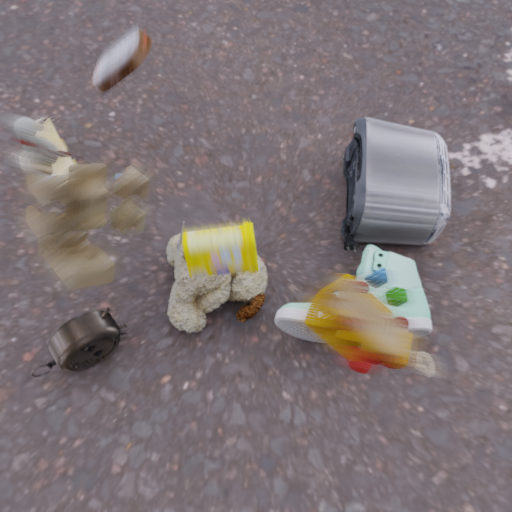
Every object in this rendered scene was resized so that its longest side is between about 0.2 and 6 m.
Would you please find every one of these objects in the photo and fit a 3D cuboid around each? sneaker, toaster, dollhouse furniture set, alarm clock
[{"bbox_3d":[1.766,0.686,10.711,2.983,1.098,1.759,2,65,-10],"label":"sneaker"},{"bbox_3d":[2.833,-1.399,11.588,1.936,1.703,2.997,6,62,1],"label":"toaster"},{"bbox_3d":[-2.856,-0.629,9.047,1.658,1.891,1.256,-10,34,-39],"label":"dollhouse furniture set"},{"bbox_3d":[-3.220,1.679,10.116,1.826,1.232,0.608,-32,67,-7],"label":"alarm clock"}]

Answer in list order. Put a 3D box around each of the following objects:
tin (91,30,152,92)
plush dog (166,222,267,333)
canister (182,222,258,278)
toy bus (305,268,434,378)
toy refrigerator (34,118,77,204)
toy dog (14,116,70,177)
[{"bbox_3d":[-2.498,-3.586,10.295,1.488,0.312,0.833,-21,45,36],"label":"tin"},{"bbox_3d":[-0.650,0.305,10.836,1.853,1.731,2.157,7,57,-23],"label":"plush dog"},{"bbox_3d":[-0.555,-0.074,8.852,1.108,0.823,0.479,-7,40,1],"label":"canister"},{"bbox_3d":[1.459,1.066,7.772,1.546,0.846,1.638,1,64,-39],"label":"toy bus"},{"bbox_3d":[-4.494,-2.181,12.581,0.675,0.732,1.929,-27,63,-14],"label":"toy refrigerator"},{"bbox_3d":[-3.106,-1.614,8.251,0.622,1.291,0.851,-10,99,-14],"label":"toy dog"}]
